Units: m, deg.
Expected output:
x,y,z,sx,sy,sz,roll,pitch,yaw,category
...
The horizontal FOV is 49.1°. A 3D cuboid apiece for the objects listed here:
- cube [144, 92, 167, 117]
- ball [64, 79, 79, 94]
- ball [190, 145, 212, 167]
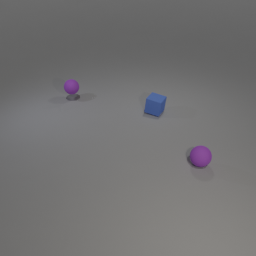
x,y,z,sx,sy,sz,roll,pitch,yaw,category
1.196,-1.029,12.190,0.700,0.700,0.700,20,37,18,cube
-2.619,-1.910,13.001,0.700,0.700,0.700,0,33,0,ball
2.385,0.924,9.180,0.700,0.700,0.700,0,33,0,ball
